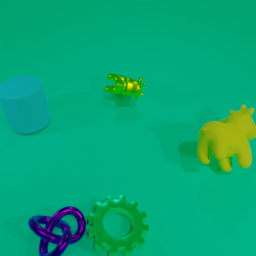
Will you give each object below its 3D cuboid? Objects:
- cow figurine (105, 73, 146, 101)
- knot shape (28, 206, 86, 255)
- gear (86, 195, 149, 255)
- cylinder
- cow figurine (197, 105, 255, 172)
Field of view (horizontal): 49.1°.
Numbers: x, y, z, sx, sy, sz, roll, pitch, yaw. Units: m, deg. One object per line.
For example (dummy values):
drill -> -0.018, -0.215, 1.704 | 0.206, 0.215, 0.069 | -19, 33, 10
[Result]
cow figurine -> -0.020, -1.245, 8.363 | 1.290, 0.719, 1.311 | 14, 9, 15
knot shape -> -1.440, 1.951, 5.401 | 1.028, 0.508, 1.099 | 20, 39, 19
gear -> -0.204, 1.915, 5.537 | 1.206, 0.223, 1.206 | 7, 43, -7
cylinder -> -2.785, -0.636, 7.593 | 1.158, 1.158, 1.158 | -2, 39, 2
cow figurine -> 2.313, 0.120, 6.491 | 1.723, 0.946, 1.696 | 20, 61, -29
